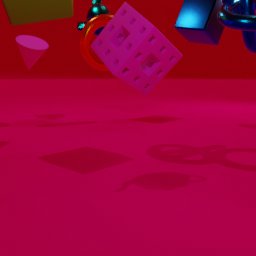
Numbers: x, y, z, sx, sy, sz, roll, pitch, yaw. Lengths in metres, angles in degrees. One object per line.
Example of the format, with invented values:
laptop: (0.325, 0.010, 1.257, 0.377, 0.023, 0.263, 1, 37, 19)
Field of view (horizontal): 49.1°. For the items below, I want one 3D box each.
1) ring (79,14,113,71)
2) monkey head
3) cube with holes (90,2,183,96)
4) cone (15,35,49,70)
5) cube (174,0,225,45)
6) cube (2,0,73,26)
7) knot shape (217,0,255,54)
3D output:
ring: (-0.640, -2.512, 8.318, 1.614, 1.614, 0.323, -4, 21, -20)
monkey head: (-1.221, -3.856, 9.880, 1.196, 1.662, 1.002, -1, -34, -6)
cube with holes: (0.143, -1.358, 4.934, 0.959, 0.959, 0.959, 24, 24, -49)
cone: (-2.892, -2.114, 8.294, 0.910, 0.914, 0.910, 16, 34, -11)
cube: (2.448, -3.561, 9.262, 1.161, 1.161, 1.161, 22, 3, 39)
cube: (-1.904, -3.062, 5.537, 1.327, 1.327, 1.327, -14, -13, -14)
knot shape: (2.262, -2.279, 5.385, 1.641, 1.536, 0.758, -6, -23, -48)
